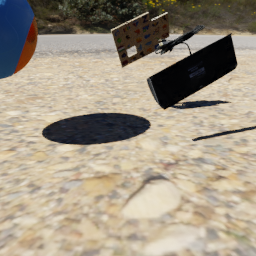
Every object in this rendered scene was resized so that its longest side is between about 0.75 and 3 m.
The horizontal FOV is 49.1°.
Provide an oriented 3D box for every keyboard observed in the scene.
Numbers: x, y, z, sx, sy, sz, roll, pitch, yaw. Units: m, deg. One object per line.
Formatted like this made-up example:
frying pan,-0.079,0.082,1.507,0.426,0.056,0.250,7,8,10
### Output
keyboard,1.660,-1.778,7.356,2.713,1.724,0.279,-30,26,-13

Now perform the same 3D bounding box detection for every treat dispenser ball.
treat dispenser ball,-3.635,-2.502,7.085,2.598,2.598,2.598,0,23,0

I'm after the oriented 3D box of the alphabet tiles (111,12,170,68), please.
alphabet tiles,0.507,-3.090,9.552,2.024,1.692,0.076,-28,57,-5
